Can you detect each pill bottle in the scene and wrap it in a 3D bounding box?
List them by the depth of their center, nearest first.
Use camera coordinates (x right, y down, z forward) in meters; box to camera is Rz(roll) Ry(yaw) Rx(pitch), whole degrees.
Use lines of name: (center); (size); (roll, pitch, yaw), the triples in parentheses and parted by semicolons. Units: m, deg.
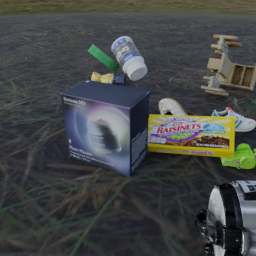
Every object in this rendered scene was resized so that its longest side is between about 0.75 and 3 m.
pill bottle: (0.078, -2.907, 11.765); (0.981, 0.981, 1.724); (-16, 65, -27)

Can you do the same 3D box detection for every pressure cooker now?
pressure cooker: (2.362, 1.990, 5.563); (2.005, 1.764, 1.791); (2, 44, 6)

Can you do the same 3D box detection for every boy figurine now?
boy figurine: (-1.062, -2.761, 15.464); (1.895, 0.611, 1.178); (6, 32, 7)

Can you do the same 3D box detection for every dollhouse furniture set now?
dollhouse furniture set: (5.097, -2.798, 13.636); (1.910, 2.520, 2.875); (16, 5, 29)

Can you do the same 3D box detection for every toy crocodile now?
toy crocodile: (4.058, 0.902, 8.623); (2.311, 0.714, 0.780); (-10, 28, 8)

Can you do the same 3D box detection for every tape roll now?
tape roll: (-1.057, -3.082, 12.463); (1.541, 0.370, 1.541); (38, 7, -6)

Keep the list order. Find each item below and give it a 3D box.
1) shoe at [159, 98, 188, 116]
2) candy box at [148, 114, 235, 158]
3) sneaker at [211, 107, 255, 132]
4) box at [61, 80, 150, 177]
shoe: (1.757, -0.483, 10.974); (0.676, 0.886, 2.533); (-6, 31, -21)
candy box: (2.002, 0.207, 9.386); (2.955, 0.390, 1.510); (3, 46, 20)
sneaker: (4.080, -0.355, 10.781); (1.799, 0.841, 0.633); (1, 28, 4)
box: (-0.668, -0.062, 8.695); (2.340, 2.321, 1.442); (13, 31, 24)
